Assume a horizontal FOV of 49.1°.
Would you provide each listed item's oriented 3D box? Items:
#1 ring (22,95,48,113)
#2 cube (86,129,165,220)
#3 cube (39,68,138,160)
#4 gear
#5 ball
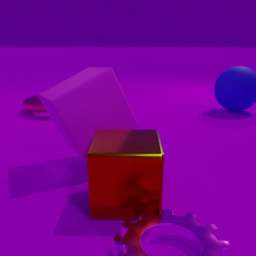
[{"bbox_3d":[-2.218,-0.809,8.694,2.014,0.403,2.014,-3,13,1],"label":"ring"},{"bbox_3d":[-0.022,0.575,3.722,0.896,0.896,0.896,0,19,1],"label":"cube"},{"bbox_3d":[-0.685,-0.300,4.713,1.071,1.071,1.071,-33,24,-17],"label":"cube"},{"bbox_3d":[0.427,1.235,2.808,1.139,0.211,1.139,0,17,0],"label":"gear"},{"bbox_3d":[3.307,-1.182,8.480,1.348,1.348,1.348,0,17,0],"label":"ball"}]
